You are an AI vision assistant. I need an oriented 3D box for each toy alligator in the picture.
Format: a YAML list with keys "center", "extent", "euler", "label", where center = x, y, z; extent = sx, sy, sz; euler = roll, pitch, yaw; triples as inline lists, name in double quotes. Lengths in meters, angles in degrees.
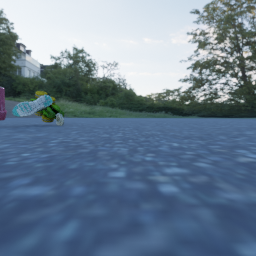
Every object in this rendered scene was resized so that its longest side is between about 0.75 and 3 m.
- center: [-2.791, -0.648, 10.266]
  extent: [0.653, 0.900, 2.717]
  euler: [-7, 27, -39]
  label: "toy alligator"

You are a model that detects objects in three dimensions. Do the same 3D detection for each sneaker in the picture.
- center: [-2.973, -0.600, 8.756]
  extent: [1.229, 0.477, 0.561]
  euler: [-22, -7, -26]
  label: "sneaker"

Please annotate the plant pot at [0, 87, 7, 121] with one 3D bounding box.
- center: [-4.095, -0.795, 8.255]
  extent: [1.058, 0.947, 1.058]
  euler: [13, 6, -1]
  label: "plant pot"
